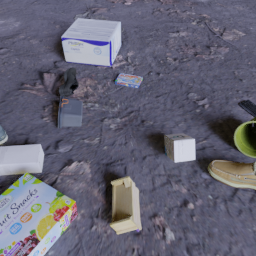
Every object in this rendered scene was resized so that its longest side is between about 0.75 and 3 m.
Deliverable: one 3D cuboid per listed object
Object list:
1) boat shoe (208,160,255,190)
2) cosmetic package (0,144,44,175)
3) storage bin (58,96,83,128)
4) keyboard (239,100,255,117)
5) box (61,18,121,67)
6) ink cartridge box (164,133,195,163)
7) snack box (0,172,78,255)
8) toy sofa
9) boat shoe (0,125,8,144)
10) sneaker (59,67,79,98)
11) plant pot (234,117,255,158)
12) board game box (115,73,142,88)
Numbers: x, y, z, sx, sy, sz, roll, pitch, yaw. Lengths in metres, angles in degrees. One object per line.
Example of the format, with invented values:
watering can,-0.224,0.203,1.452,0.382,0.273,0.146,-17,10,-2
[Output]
boat shoe,3.924,1.424,9.046,2.532,0.964,0.907,14,43,15
cosmetic package,-3.748,1.089,9.625,1.540,0.653,0.829,-2,47,-4
storage bin,-2.352,-0.688,11.519,0.936,1.014,1.394,3,41,-12
keyboard,5.743,-0.766,12.131,1.027,0.166,1.616,-19,46,-20
box,-1.923,-4.857,15.707,2.630,1.500,2.859,8,42,8
ink cartridge box,1.783,0.669,9.729,0.755,0.758,1.033,-5,11,-10
snack box,-2.934,2.641,7.792,2.006,0.805,2.379,24,46,23
toy sofa,-0.083,2.324,8.384,0.662,0.780,1.599,-20,40,15
boat shoe,-5.701,0.479,10.295,2.318,0.716,0.844,-21,47,-22
sneaker,-2.582,-2.109,12.939,0.768,0.643,1.692,-5,59,24
plant pot,4.823,0.175,10.346,1.437,1.437,1.364,24,34,24
board game box,0.045,-2.357,13.879,1.186,0.204,0.803,12,43,13
